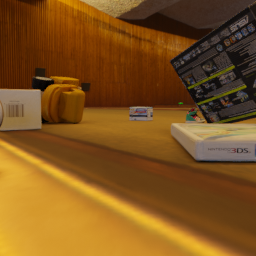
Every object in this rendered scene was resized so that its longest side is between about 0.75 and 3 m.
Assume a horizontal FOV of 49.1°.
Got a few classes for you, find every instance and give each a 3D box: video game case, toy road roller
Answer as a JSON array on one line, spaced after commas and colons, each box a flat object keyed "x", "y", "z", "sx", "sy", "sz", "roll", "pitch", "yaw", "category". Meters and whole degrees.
[{"x": 2.098, "y": 0.143, "z": 4.596, "sx": 2.500, "sy": 0.302, "sz": 2.743, "roll": 0, "pitch": 5, "yaw": 3, "category": "video game case"}, {"x": -2.261, "y": -0.945, "z": 10.361, "sx": 1.898, "sy": 1.598, "sz": 2.600, "roll": 15, "pitch": 14, "yaw": 20, "category": "toy road roller"}]

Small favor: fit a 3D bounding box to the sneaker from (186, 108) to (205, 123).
[{"x": 2.432, "y": -0.458, "z": 10.092, "sx": 0.900, "sy": 0.543, "sz": 0.376, "roll": -4, "pitch": 6, "yaw": -35, "category": "sneaker"}]

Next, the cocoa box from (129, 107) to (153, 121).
[{"x": 0.539, "y": -0.590, "z": 11.543, "sx": 0.838, "sy": 0.550, "sz": 0.559, "roll": 3, "pitch": 6, "yaw": 29, "category": "cocoa box"}]

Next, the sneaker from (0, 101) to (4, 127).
[{"x": -3.475, "y": -0.174, "z": 4.924, "sx": 2.471, "sy": 0.880, "sz": 1.390, "roll": -6, "pitch": -2, "yaw": 28, "category": "sneaker"}]

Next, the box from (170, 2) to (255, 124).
[{"x": 2.416, "y": -1.236, "z": 6.450, "sx": 0.605, "sy": 2.189, "sz": 2.732, "roll": -36, "pitch": 6, "yaw": -25, "category": "box"}]

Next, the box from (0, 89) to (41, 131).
[{"x": -3.450, "y": -0.556, "z": 8.093, "sx": 1.380, "sy": 1.081, "sz": 2.218, "roll": -3, "pitch": 6, "yaw": -30, "category": "box"}]
